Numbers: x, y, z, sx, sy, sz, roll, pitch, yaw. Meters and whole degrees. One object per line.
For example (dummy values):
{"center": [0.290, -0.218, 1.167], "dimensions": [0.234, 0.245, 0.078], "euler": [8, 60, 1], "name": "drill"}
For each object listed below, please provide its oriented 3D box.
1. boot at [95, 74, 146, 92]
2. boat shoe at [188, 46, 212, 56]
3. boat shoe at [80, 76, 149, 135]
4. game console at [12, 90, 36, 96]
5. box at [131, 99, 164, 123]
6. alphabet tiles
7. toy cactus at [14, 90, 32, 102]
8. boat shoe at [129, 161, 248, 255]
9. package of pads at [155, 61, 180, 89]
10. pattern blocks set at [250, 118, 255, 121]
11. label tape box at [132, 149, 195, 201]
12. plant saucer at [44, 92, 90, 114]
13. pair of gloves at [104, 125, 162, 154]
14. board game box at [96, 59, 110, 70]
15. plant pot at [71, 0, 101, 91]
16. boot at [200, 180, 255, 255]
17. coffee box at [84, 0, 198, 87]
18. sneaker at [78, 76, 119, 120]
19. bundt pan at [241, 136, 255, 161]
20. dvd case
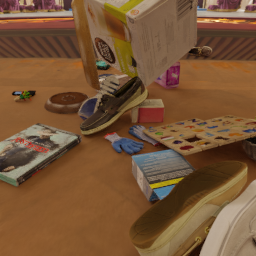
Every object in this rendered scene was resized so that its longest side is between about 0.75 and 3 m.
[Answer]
{"center": [-0.338, -2.110, 12.395], "dimensions": [2.290, 0.833, 1.035], "euler": [-3, 32, -4], "name": "boot"}
{"center": [4.805, -5.167, 18.866], "dimensions": [1.680, 0.603, 0.500], "euler": [18, 34, 40], "name": "boat shoe"}
{"center": [-0.526, -0.757, 8.936], "dimensions": [2.608, 0.845, 0.955], "euler": [-37, 28, -21], "name": "boat shoe"}
{"center": [-4.460, -1.466, 11.934], "dimensions": [0.984, 0.119, 0.580], "euler": [0, 26, 1], "name": "game console"}
{"center": [0.649, -0.588, 9.613], "dimensions": [1.101, 0.600, 0.704], "euler": [-1, 28, -1], "name": "box"}
{"center": [2.180, 0.055, 7.871], "dimensions": [2.889, 0.109, 2.415], "euler": [-12, 16, -18], "name": "alphabet tiles"}
{"center": [-4.253, -1.229, 11.294], "dimensions": [0.655, 0.406, 0.794], "euler": [-31, 38, -16], "name": "toy cactus"}
{"center": [1.201, 1.461, 4.937], "dimensions": [2.620, 0.870, 0.970], "euler": [-28, 14, -24], "name": "boat shoe"}
{"center": [1.649, -2.745, 13.228], "dimensions": [0.784, 1.248, 2.071], "euler": [-10, 28, -18], "name": "package of pads"}
{"center": [4.314, 0.025, 8.861], "dimensions": [2.170, 0.176, 1.907], "euler": [15, 30, 27], "name": "pattern blocks set"}
{"center": [0.894, 1.148, 6.210], "dimensions": [1.199, 0.526, 1.662], "euler": [-8, 28, -16], "name": "label tape box"}
{"center": [-2.305, -1.047, 10.910], "dimensions": [1.895, 0.304, 1.895], "euler": [1, 26, 0], "name": "plant saucer"}
{"center": [0.223, 0.295, 8.320], "dimensions": [1.696, 0.193, 1.364], "euler": [-20, 33, -33], "name": "pair of gloves"}
{"center": [-1.546, -3.700, 16.304], "dimensions": [1.080, 0.225, 1.597], "euler": [5, 27, 9], "name": "board game box"}
{"center": [-0.914, -1.815, 6.042], "dimensions": [0.287, 2.087, 2.087], "euler": [-11, 27, -4], "name": "plant pot"}
{"center": [2.265, 1.750, 4.383], "dimensions": [1.374, 1.058, 2.876], "euler": [15, 29, 39], "name": "boot"}
{"center": [0.448, -3.783, 9.867], "dimensions": [2.850, 2.846, 2.818], "euler": [-43, 58, -18], "name": "coffee box"}
{"center": [-0.909, -0.857, 10.024], "dimensions": [0.757, 1.082, 1.873], "euler": [29, 67, 14], "name": "sneaker"}
{"center": [3.840, 0.447, 7.298], "dimensions": [1.740, 0.653, 1.740], "euler": [-8, 21, 3], "name": "bundt pan"}
{"center": [-2.697, 0.588, 7.642], "dimensions": [1.772, 0.267, 2.428], "euler": [14, 29, 26], "name": "dvd case"}
